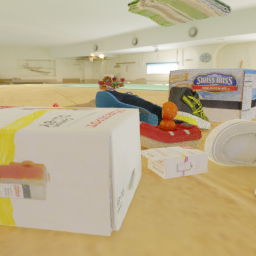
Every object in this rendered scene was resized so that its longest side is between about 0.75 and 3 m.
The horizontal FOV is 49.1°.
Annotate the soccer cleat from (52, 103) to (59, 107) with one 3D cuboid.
[{"bbox_3d":[-2.864,-0.080,6.761,2.589,0.948,0.883,-5,12,-24],"label":"soccer cleat"}]

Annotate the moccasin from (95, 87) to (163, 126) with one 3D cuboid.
[{"bbox_3d":[0.050,-0.545,9.198,1.015,1.198,2.978,-16,32,-38],"label":"moccasin"}]

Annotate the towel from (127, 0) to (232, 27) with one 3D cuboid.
[{"bbox_3d":[1.604,-3.910,9.329,2.173,0.447,2.913,9,2,-36],"label":"towel"}]

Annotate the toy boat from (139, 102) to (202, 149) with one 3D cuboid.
[{"bbox_3d":[0.895,-0.072,6.416,1.619,1.059,1.057,-5,11,-28],"label":"toy boat"}]

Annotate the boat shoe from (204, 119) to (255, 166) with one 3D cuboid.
[{"bbox_3d":[2.591,0.360,5.142,2.452,0.883,0.840,6,7,-23],"label":"boat shoe"}]

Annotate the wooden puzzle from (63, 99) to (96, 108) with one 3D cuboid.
[{"bbox_3d":[-1.337,-0.745,11.550,2.033,0.508,2.195,5,17,27],"label":"wooden puzzle"}]

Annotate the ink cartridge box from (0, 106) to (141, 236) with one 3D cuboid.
[{"bbox_3d":[-1.301,0.356,3.934,2.779,1.159,2.017,2,11,10],"label":"ink cartridge box"}]

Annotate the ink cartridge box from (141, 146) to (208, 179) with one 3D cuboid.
[{"bbox_3d":[0.763,0.586,4.881,1.079,0.364,0.629,-3,11,-23],"label":"ink cartridge box"}]

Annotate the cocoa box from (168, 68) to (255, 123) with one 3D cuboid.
[{"bbox_3d":[3.179,-1.298,10.597,2.846,1.867,1.898,8,14,37],"label":"cocoa box"}]

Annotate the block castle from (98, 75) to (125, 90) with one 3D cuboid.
[{"bbox_3d":[-0.618,-1.701,10.448,0.628,0.441,0.940,14,27,40],"label":"block castle"}]

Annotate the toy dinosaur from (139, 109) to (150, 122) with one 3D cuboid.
[{"bbox_3d":[-0.402,0.059,6.794,2.585,0.995,1.322,-1,21,-36],"label":"toy dinosaur"}]

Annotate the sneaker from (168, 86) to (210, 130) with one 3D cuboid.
[{"bbox_3d":[1.836,-0.552,8.115,0.999,1.136,2.684,6,1,24],"label":"sneaker"}]
